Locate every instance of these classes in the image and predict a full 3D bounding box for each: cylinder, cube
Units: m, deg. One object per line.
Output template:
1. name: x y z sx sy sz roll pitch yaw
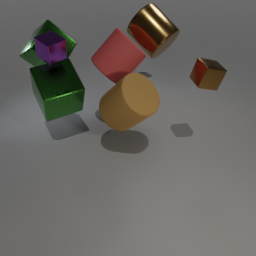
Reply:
1. cylinder: -0.327 -2.474 9.768 1.400 1.400 1.400 41 15 -13
2. cube: -2.438 -2.533 8.862 0.700 0.700 0.700 35 51 23
3. cube: -2.433 -1.302 9.702 1.400 1.400 1.400 -21 70 -22
4. cylinder: 0.024 -0.775 8.704 1.400 1.400 1.400 -32 1 -41
5. cube: 2.427 -1.644 8.546 0.700 0.700 0.700 4 37 -20
6. cylinder: 0.915 -3.519 10.231 1.400 1.400 1.400 48 45 4
7. cube: -3.177 -3.130 11.149 1.400 1.400 1.400 -1 60 53
